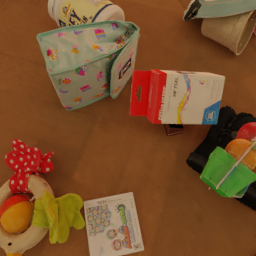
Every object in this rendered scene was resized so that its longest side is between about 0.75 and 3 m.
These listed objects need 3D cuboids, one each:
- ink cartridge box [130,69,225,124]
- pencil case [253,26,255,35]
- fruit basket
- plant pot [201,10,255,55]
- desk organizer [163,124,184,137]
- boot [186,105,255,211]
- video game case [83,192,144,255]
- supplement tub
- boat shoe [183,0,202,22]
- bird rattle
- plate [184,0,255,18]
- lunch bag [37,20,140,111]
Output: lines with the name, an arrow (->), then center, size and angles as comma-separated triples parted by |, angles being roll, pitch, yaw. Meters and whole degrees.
ink cartridge box -> 1.267, -0.822, 7.461 | 2.292, 0.771, 1.332 | 0, 108, -12
pencil case -> 4.927, -4.172, 10.054 | 0.825, 0.789, 1.907 | 9, 66, 7
fruit basket -> 2.379, 0.494, 5.594 | 2.021, 1.872, 0.947 | -43, 74, -2
plant pot -> 3.347, -3.446, 9.426 | 1.428, 1.560, 1.560 | 30, 68, 25
desk organizer -> 1.255, -0.563, 8.425 | 0.534, 0.573, 1.489 | -12, 65, -3
boot -> 3.183, 0.736, 7.573 | 2.585, 0.987, 2.172 | 34, 73, 22
video game case -> -0.391, 2.499, 7.197 | 1.343, 0.175, 1.475 | -10, 65, -5
supplement tub -> -1.404, -3.737, 9.384 | 2.218, 1.608, 1.608 | 36, 70, 16
boat shoe -> 1.836, -3.294, 8.004 | 0.371, 0.982, 0.296 | -42, 83, -3
bird rattle -> -2.551, 1.798, 6.912 | 2.310, 1.596, 2.833 | -45, 68, -2
plate -> 3.326, -4.307, 9.528 | 2.832, 0.362, 2.832 | -10, 32, 6
lunch bag -> -0.931, -1.844, 8.116 | 2.654, 2.261, 1.618 | -19, 70, -9
